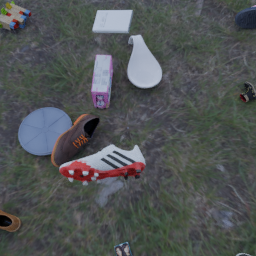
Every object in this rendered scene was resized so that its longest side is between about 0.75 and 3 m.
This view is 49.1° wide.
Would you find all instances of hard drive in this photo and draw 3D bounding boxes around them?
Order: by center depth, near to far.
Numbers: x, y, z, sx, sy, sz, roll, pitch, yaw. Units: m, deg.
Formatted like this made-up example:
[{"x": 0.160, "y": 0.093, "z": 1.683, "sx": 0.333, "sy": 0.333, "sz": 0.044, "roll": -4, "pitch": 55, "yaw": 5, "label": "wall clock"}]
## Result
[{"x": -0.555, "y": -3.901, "z": 10.254, "sx": 1.362, "sy": 0.179, "sz": 0.898, "roll": 7, "pitch": 74, "yaw": 16, "label": "hard drive"}]

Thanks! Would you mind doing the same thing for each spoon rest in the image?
[{"x": 0.569, "y": -3.020, "z": 12.380, "sx": 1.489, "sy": 0.908, "sz": 2.996, "roll": -10, "pitch": 62, "yaw": -5, "label": "spoon rest"}]

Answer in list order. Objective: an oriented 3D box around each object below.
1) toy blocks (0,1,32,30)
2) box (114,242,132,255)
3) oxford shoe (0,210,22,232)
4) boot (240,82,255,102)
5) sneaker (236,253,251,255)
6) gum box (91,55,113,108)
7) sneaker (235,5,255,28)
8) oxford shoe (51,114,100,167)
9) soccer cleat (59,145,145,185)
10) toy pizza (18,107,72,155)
[{"x": -5.520, "y": -5.365, "z": 13.742, "sx": 1.148, "sy": 0.839, "sz": 1.680, "roll": 23, "pitch": 62, "yaw": -1, "label": "toy blocks"}, {"x": -0.046, "y": 4.297, "z": 8.912, "sx": 0.477, "sy": 0.285, "sz": 1.160, "roll": -17, "pitch": 64, "yaw": -9, "label": "box"}, {"x": -4.578, "y": 2.978, "z": 9.386, "sx": 1.949, "sy": 0.695, "sz": 0.695, "roll": 9, "pitch": 64, "yaw": 7, "label": "oxford shoe"}, {"x": 5.063, "y": -1.523, "z": 11.933, "sx": 0.664, "sy": 0.323, "sz": 0.882, "roll": -24, "pitch": 71, "yaw": -13, "label": "boot"}, {"x": 4.231, "y": 4.593, "z": 8.403, "sx": 2.123, "sy": 0.931, "sz": 0.803, "roll": 39, "pitch": 71, "yaw": 20, "label": "sneaker"}, {"x": -1.053, "y": -1.898, "z": 11.650, "sx": 0.661, "sy": 1.134, "sz": 1.999, "roll": 3, "pitch": 63, "yaw": 2, "label": "gum box"}, {"x": 6.486, "y": -5.699, "z": 13.876, "sx": 2.875, "sy": 1.009, "sz": 1.179, "roll": -11, "pitch": 45, "yaw": -8, "label": "sneaker"}, {"x": -1.932, "y": 0.406, "z": 10.439, "sx": 0.882, "sy": 0.865, "sz": 2.431, "roll": 1, "pitch": 52, "yaw": 50, "label": "oxford shoe"}, {"x": -0.703, "y": 0.967, "z": 7.937, "sx": 2.404, "sy": 0.825, "sz": 1.024, "roll": -3, "pitch": 54, "yaw": -10, "label": "soccer cleat"}, {"x": -3.233, "y": 0.129, "z": 11.056, "sx": 2.111, "sy": 0.334, "sz": 2.111, "roll": -1, "pitch": 62, "yaw": 1, "label": "toy pizza"}]
